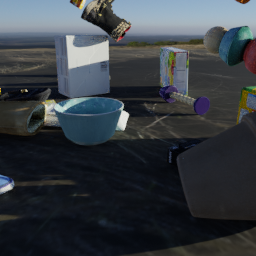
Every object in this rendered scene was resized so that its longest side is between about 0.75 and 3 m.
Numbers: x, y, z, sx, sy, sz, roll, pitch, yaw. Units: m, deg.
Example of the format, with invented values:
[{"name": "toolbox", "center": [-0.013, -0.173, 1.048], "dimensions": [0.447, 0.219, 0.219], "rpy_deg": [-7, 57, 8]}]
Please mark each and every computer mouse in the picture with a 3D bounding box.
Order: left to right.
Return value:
[{"name": "computer mouse", "center": [-3.820, -1.042, 10.225], "dimensions": [2.451, 0.564, 1.721], "rpy_deg": [-11, 22, 6]}]

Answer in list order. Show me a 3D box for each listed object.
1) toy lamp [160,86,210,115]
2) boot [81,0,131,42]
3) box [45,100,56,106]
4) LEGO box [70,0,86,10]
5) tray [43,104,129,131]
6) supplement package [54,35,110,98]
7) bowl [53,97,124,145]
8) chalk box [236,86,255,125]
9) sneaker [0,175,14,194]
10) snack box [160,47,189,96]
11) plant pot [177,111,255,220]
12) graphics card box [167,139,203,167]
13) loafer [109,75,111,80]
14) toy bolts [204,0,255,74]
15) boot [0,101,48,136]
[{"name": "toy lamp", "center": [1.936, -1.098, 10.156], "dimensions": [0.697, 0.697, 2.393], "rpy_deg": [-9, 21, -25]}, {"name": "boot", "center": [-0.658, -4.624, 11.553], "dimensions": [1.778, 0.864, 2.361], "rpy_deg": [37, 46, -4]}, {"name": "box", "center": [-2.902, -0.872, 10.234], "dimensions": [0.471, 0.194, 0.802], "rpy_deg": [-8, 23, -19]}, {"name": "LEGO box", "center": [-1.591, -4.366, 9.313], "dimensions": [0.354, 0.684, 0.918], "rpy_deg": [27, 15, -13]}, {"name": "tray", "center": [-1.395, -0.393, 8.459], "dimensions": [2.745, 0.304, 1.474], "rpy_deg": [4, 21, 4]}, {"name": "supplement package", "center": [-1.945, -2.708, 12.050], "dimensions": [1.910, 2.453, 1.360], "rpy_deg": [-13, 23, -32]}, {"name": "bowl", "center": [-0.965, -0.153, 7.049], "dimensions": [1.725, 0.902, 1.725], "rpy_deg": [0, 18, 0]}, {"name": "chalk box", "center": [3.863, -0.193, 6.368], "dimensions": [2.290, 1.418, 1.425], "rpy_deg": [-8, 21, -20]}, {"name": "sneaker", "center": [-2.548, 0.695, 4.713], "dimensions": [1.121, 0.821, 0.452], "rpy_deg": [-1, 19, -2]}, {"name": "snack box", "center": [2.006, -2.584, 12.582], "dimensions": [0.697, 1.870, 2.629], "rpy_deg": [-3, 20, -5]}, {"name": "plant pot", "center": [1.512, 0.696, 4.036], "dimensions": [1.427, 1.636, 1.636], "rpy_deg": [-16, 17, 11]}, {"name": "graphics card box", "center": [1.577, 0.662, 5.510], "dimensions": [0.907, 0.368, 1.446], "rpy_deg": [-15, 25, -35]}, {"name": "loafer", "center": [-1.782, -2.725, 14.766], "dimensions": [2.000, 0.723, 0.728], "rpy_deg": [-14, 23, -37]}, {"name": "toy bolts", "center": [3.395, -3.158, 7.632], "dimensions": [2.048, 2.953, 2.821], "rpy_deg": [32, 35, 33]}, {"name": "boot", "center": [-3.696, -0.517, 8.026], "dimensions": [2.918, 0.965, 2.555], "rpy_deg": [-1, 32, 8]}]
